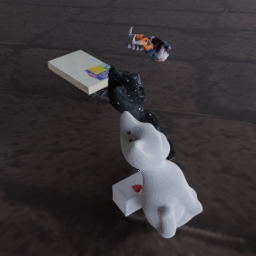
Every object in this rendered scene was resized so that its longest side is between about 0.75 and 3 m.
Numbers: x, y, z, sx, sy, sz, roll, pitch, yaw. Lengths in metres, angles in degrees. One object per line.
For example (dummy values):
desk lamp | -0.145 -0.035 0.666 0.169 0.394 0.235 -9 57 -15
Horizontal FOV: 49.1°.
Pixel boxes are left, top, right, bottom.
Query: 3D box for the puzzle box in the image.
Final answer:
puzzle box | -1.369 -1.793 8.732 2.007 0.255 1.335 35 49 30

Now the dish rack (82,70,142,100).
dish rack | -0.508 -1.308 8.759 1.392 0.495 1.815 15 40 21

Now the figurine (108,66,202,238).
figurine | 0.305 0.323 4.885 1.017 2.306 2.363 -23 38 5

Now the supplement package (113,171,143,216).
supplement package | 0.152 1.213 5.347 0.776 0.465 0.471 -24 45 -28

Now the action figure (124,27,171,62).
action figure | 0.741 -3.046 10.476 1.732 0.936 1.790 26 14 -23
